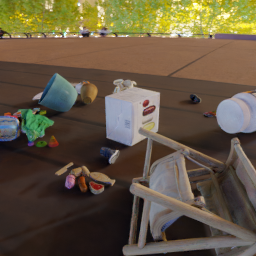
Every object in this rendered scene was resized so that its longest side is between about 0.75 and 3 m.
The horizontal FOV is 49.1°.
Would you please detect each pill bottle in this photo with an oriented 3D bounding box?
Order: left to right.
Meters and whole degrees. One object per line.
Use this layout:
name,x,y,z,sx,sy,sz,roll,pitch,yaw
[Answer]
pill bottle,-2.672,-2.487,16.819,0.590,0.590,1.111,6,24,14
pill bottle,5.096,-0.714,11.374,2.840,1.652,1.652,-12,26,-28

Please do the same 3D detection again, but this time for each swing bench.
swing bench,1.430,1.427,6.395,2.742,1.779,2.727,7,23,3

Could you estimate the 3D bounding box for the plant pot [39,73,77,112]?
plant pot,-3.246,-1.554,13.376,1.339,1.669,1.669,31,12,-24

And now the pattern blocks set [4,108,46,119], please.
pattern blocks set,-4.663,-0.680,12.726,1.809,0.167,2.058,-6,14,-18

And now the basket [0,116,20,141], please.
basket,-4.619,0.013,10.408,1.183,0.934,1.342,0,-7,1

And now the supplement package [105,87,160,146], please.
supplement package,0.195,-0.504,10.810,1.301,1.691,1.769,18,29,35

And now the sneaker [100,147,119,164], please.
sneaker,-0.676,0.900,9.236,0.602,0.317,0.833,15,16,8

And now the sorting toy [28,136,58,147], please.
sorting toy,-3.122,0.455,10.266,1.110,0.382,0.385,1,24,0

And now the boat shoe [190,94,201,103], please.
boat shoe,3.551,-1.598,15.081,0.302,0.340,0.910,2,30,-28

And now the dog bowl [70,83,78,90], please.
dog bowl,-3.276,-2.599,17.473,0.946,0.277,0.946,0,23,0

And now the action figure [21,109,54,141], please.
action figure,-3.611,-0.037,10.796,1.419,0.657,2.402,16,13,-17

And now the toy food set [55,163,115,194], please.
toy food set,-1.258,1.522,8.021,1.554,0.245,0.988,20,30,24

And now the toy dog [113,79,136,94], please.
toy dog,-0.175,-1.636,12.427,1.052,1.085,0.757,-32,66,-21

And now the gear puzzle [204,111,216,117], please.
gear puzzle,4.111,-0.709,13.270,1.001,0.131,0.519,-10,25,-22

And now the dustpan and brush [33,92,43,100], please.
dustpan and brush,-4.327,-1.741,15.365,1.281,0.525,1.836,0,30,0

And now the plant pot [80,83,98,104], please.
plant pot,-2.120,-1.724,14.836,0.937,0.937,1.006,0,37,-1
